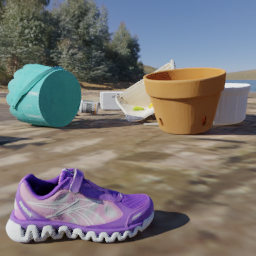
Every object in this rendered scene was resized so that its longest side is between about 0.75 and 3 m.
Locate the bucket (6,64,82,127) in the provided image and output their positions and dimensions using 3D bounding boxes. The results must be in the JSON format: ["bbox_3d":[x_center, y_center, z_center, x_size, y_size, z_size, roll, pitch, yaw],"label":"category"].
[{"bbox_3d":[-2.721,-1.072,9.419,1.440,2.213,2.213,11,14,32],"label":"bucket"}]

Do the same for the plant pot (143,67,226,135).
[{"bbox_3d":[1.666,-0.820,8.290,2.317,1.622,2.317,-5,19,2],"label":"plant pot"}]

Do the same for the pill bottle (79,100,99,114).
[{"bbox_3d":[-1.839,-0.942,12.503,1.017,0.592,0.592,5,9,-3],"label":"pill bottle"}]

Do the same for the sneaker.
[{"bbox_3d":[-0.454,0.719,2.790,1.465,0.648,0.589,0,8,-7],"label":"sneaker"}]

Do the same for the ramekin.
[{"bbox_3d":[3.085,-0.931,10.393,2.679,1.306,2.679,-3,11,1],"label":"ramekin"}]

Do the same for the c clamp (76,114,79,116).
[{"bbox_3d":[-2.796,-0.596,12.351,1.088,0.172,1.273,10,11,24],"label":"c clamp"}]

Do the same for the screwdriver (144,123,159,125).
[{"bbox_3d":[1.508,-0.151,9.285,2.044,0.285,0.297,1,-19,14],"label":"screwdriver"}]

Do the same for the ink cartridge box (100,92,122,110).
[{"bbox_3d":[-0.727,-1.551,15.612,1.612,0.931,2.209,-1,9,-6],"label":"ink cartridge box"}]

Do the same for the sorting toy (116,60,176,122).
[{"bbox_3d":[0.922,-1.139,11.299,2.950,1.576,2.655,-30,15,19],"label":"sorting toy"}]
